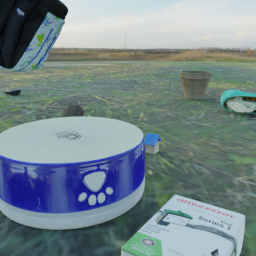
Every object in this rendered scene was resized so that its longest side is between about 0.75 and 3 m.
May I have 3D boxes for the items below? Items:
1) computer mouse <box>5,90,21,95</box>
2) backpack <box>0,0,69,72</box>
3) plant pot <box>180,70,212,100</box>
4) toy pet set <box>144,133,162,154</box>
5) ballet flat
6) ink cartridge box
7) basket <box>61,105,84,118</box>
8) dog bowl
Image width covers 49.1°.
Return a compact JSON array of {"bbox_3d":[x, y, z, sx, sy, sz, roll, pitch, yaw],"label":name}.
[{"bbox_3d":[-5.940,-1.835,14.686,0.968,0.255,0.671,0,13,41],"label":"computer mouse"},{"bbox_3d":[-1.968,-1.825,5.293,1.335,1.636,1.258,35,7,10],"label":"backpack"},{"bbox_3d":[3.253,-2.084,13.585,1.495,1.298,1.495,0,16,0],"label":"plant pot"},{"bbox_3d":[0.338,0.344,6.837,0.818,0.465,0.876,8,19,26],"label":"toy pet set"},{"bbox_3d":[4.799,-0.802,10.300,2.848,0.959,1.002,10,44,32],"label":"ballet flat"},{"bbox_3d":[0.676,1.372,3.182,0.968,0.559,1.326,10,19,31],"label":"ink cartridge box"},{"bbox_3d":[-1.691,-0.210,8.428,0.812,0.612,0.900,-43,22,10],"label":"basket"},{"bbox_3d":[-0.996,0.590,5.013,2.606,1.026,2.606,0,17,0],"label":"dog bowl"}]
